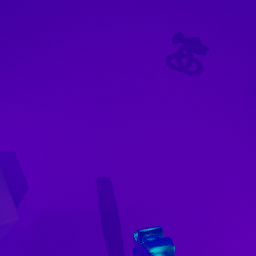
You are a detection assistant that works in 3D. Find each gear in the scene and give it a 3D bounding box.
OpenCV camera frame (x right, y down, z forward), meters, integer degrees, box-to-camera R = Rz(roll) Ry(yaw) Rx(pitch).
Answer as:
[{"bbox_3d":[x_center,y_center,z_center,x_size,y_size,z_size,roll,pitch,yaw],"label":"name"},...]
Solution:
[{"bbox_3d":[0.433,2.325,3.822,0.339,1.834,1.834,-6,68,-11],"label":"gear"}]

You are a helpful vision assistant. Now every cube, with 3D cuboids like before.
[{"bbox_3d":[-3.009,1.564,5.247,1.234,1.234,1.234,-6,58,-47],"label":"cube"}]
